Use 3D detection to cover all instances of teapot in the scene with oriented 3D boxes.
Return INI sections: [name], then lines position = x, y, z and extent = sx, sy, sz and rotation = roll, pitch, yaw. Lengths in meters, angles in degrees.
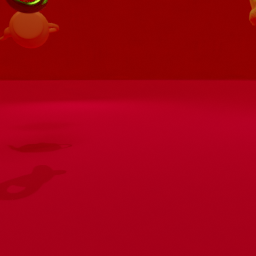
[teapot]
position = -2.259, -2.191, 6.358
extent = 1.376, 0.855, 0.674
rotation = -12, -3, -11

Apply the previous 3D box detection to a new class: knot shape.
[knot shape]
position = -1.918, -2.629, 4.758
extent = 0.550, 1.189, 1.113
rotation = -21, -25, 18

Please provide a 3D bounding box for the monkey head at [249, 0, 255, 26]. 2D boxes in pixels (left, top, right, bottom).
[monkey head]
position = 4.095, -3.590, 8.306
extent = 1.450, 1.043, 0.873
rotation = -12, -3, -30
